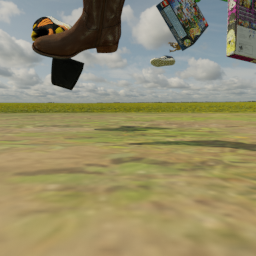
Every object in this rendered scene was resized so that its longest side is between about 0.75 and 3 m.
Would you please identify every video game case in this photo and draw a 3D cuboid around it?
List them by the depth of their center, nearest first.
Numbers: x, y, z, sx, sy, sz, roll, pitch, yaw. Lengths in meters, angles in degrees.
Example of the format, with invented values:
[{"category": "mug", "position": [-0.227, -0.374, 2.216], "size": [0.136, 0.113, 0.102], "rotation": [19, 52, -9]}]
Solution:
[{"category": "video game case", "position": [2.914, -2.202, 6.189], "size": [1.706, 1.546, 0.305], "rotation": [4, -2, -26]}]

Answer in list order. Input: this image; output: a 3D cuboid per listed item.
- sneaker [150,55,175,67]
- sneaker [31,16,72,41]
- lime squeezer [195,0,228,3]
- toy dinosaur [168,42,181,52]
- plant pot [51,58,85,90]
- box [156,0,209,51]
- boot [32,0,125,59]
[{"category": "sneaker", "position": [1.253, -2.507, 10.360], "size": [0.957, 0.359, 0.405], "rotation": [-2, 47, -14]}, {"category": "sneaker", "position": [-3.060, -3.456, 10.118], "size": [1.206, 0.938, 2.681], "rotation": [-21, 35, -37]}, {"category": "lime squeezer", "position": [2.684, -4.586, 10.054], "size": [1.751, 0.619, 0.330], "rotation": [-2, 45, 44]}, {"category": "toy dinosaur", "position": [2.104, -3.362, 11.661], "size": [0.734, 0.423, 1.452], "rotation": [2, 1, 22]}, {"category": "plant pot", "position": [-1.939, -1.681, 8.716], "size": [0.953, 0.846, 0.951], "rotation": [15, -1, -12]}, {"category": "box", "position": [1.858, -3.629, 9.144], "size": [0.433, 1.569, 2.297], "rotation": [-24, 18, 39]}, {"category": "boot", "position": [-0.866, -2.251, 5.063], "size": [1.854, 0.639, 1.989], "rotation": [-12, -32, -21]}]
